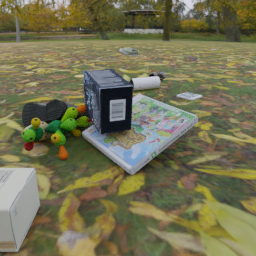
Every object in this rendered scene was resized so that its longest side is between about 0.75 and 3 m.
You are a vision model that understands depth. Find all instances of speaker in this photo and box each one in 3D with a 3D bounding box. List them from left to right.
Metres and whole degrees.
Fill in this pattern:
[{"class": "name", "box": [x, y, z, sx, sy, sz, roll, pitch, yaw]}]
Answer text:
[{"class": "speaker", "box": [0.986, -2.610, 16.448, 1.755, 0.713, 0.713, -9, 24, -20]}]

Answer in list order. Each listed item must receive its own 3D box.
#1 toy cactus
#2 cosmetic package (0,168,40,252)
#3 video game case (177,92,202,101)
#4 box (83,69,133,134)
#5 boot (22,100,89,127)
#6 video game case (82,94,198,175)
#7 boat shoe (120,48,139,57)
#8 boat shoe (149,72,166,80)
[{"class": "toy cactus", "box": [-2.509, 0.137, 9.382, 2.369, 1.468, 2.871, -8, 17, 34]}, {"class": "cosmetic package", "box": [-3.464, 1.593, 5.680, 2.904, 1.032, 1.528, 1, 22, 2]}, {"class": "video game case", "box": [3.299, -1.711, 15.022, 0.928, 0.119, 1.020, -19, 29, -39]}, {"class": "box", "box": [-0.697, -0.936, 9.063, 1.066, 1.478, 1.991, -8, 28, -19]}, {"class": "boot", "box": [-2.760, -0.484, 11.149, 2.862, 0.969, 1.870, -3, -5, 38]}, {"class": "video game case", "box": [0.267, -0.010, 9.212, 2.728, 0.331, 2.996, -36, 36, -19]}, {"class": "boat shoe", "box": [0.048, -2.857, 10.363, 0.798, 0.247, 0.287, 0, 47, -40]}, {"class": "boat shoe", "box": [1.959, -3.495, 19.009, 0.504, 0.503, 1.393, -21, 20, -31]}]
